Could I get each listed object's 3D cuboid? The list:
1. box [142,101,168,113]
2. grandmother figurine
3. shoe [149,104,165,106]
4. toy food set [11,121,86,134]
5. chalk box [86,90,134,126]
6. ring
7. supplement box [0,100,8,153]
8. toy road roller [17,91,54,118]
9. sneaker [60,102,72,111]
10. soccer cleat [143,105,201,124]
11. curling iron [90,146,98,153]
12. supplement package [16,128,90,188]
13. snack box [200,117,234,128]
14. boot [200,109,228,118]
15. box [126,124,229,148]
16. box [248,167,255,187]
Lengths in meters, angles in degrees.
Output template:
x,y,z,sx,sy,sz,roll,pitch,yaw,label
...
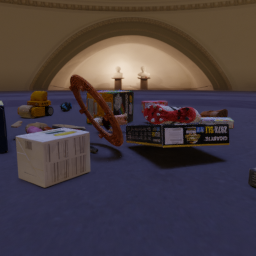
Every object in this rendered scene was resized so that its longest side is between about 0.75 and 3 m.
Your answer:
x,y,z,sx,sy,sz,roll,pitch,yaw,label
1.491,-1.182,15.799,1.374,0.685,0.656,-3,10,-14,box
-0.639,-0.234,9.996,1.201,0.728,0.364,-3,0,-6,grandmother figurine
1.701,-0.946,14.508,0.842,0.661,1.851,-8,8,-18,shoe
-2.604,0.137,9.410,2.315,0.365,1.471,6,9,-9,toy food set
-0.637,-0.953,12.462,1.404,1.414,2.266,6,10,28,chalk box
-0.890,-0.385,7.323,0.213,2.219,2.219,-37,24,-18,ring
-4.344,-0.045,7.607,1.871,1.256,1.869,-5,11,-25,supplement box
-4.714,-1.231,14.338,1.077,1.280,1.753,5,11,24,toy road roller
-3.847,-1.251,17.000,0.621,0.555,1.517,-14,3,3,sneaker
1.808,-0.504,11.772,2.539,0.871,1.081,2,-9,39,soccer cleat
-1.698,0.471,7.719,2.073,0.265,0.514,10,35,25,curling iron
-1.448,0.524,5.538,0.864,0.858,1.139,8,12,37,supplement package
3.572,-0.219,11.339,1.223,0.324,0.870,2,10,9,snack box
4.273,-0.711,13.854,1.261,0.465,0.976,-5,6,-41,boot
1.154,0.155,7.212,1.796,0.555,2.249,-3,1,-21,box
3.008,0.933,4.681,1.168,0.356,1.449,-4,10,-28,box
